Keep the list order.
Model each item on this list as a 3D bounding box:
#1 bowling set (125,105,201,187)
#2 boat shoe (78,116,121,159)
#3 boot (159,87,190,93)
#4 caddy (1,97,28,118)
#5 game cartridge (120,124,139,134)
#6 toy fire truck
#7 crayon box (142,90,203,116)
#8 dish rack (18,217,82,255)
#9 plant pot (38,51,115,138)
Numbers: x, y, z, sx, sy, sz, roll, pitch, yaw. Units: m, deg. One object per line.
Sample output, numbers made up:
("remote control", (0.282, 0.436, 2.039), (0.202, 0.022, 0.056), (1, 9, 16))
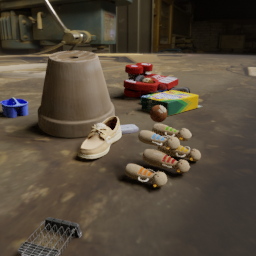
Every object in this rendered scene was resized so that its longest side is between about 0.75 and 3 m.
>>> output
("bowling set", (0.955, 0.332, 6.670), (1.204, 1.561, 2.242), (15, 27, 28))
("boat shoe", (-0.808, 0.204, 8.207), (0.803, 0.753, 2.178), (7, 22, 16))
("boot", (2.417, -1.823, 14.761), (1.042, 0.552, 1.582), (-15, 13, -30))
("caddy", (-4.708, -0.917, 11.641), (0.953, 0.707, 1.348), (-15, 24, -35))
("game cartridge", (-0.099, 0.044, 9.673), (0.849, 0.172, 0.566), (-6, 16, -18))
("toy fire truck", (1.176, -2.471, 14.946), (2.386, 1.593, 2.841), (15, 24, 26))
("crayon box", (2.013, -1.186, 12.539), (2.461, 0.635, 1.547), (-15, 24, -39))
("dish rack", (-1.227, 1.783, 4.421), (0.696, 0.248, 0.908), (5, 21, 18))
("plant pot", (-1.833, -1.315, 9.692), (2.742, 2.379, 2.742), (0, 27, 0))
